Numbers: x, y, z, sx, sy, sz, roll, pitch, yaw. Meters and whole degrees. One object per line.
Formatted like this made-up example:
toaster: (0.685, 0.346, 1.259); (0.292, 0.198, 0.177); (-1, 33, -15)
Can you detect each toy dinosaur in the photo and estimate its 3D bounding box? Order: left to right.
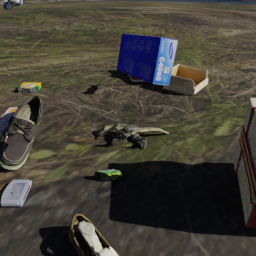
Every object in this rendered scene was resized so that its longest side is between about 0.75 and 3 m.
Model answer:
toy dinosaur: (0.189, 0.197, 9.726); (2.591, 0.615, 1.142); (5, 24, 1)

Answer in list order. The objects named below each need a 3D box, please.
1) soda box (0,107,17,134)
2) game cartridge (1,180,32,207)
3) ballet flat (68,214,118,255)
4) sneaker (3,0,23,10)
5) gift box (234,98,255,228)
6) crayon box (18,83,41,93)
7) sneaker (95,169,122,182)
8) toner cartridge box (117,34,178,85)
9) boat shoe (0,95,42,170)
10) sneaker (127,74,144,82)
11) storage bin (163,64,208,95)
soda box: (-4.289, -0.069, 10.102); (0.645, 0.599, 1.886); (2, 32, 2)
game cartridge: (-3.008, 1.740, 7.501); (0.611, 0.188, 0.918); (3, 31, -1)
ballet flat: (-0.588, 2.493, 5.624); (0.732, 0.781, 2.160); (-22, 37, -27)
sneaker: (-4.354, -4.707, 10.371); (0.777, 0.448, 0.314); (-11, 70, 20)
gift box: (4.215, 0.873, 6.777); (2.827, 2.608, 2.640); (7, 40, 6)
crayon box: (-4.788, -1.974, 13.631); (0.869, 0.253, 0.750); (1, 31, 2)
sneaker: (-0.569, 1.348, 8.085); (0.793, 0.309, 0.338); (7, 23, -6)
toner cartridge box: (0.311, -1.450, 5.731); (0.378, 0.832, 1.752); (0, 19, -25)
boat shoe: (-3.456, -0.009, 9.042); (1.057, 0.936, 2.887); (21, 42, -23)
sneaker: (0.457, -3.123, 14.788); (0.941, 1.037, 2.443); (-13, 33, -20)
storage bin: (2.851, -2.408, 13.819); (1.723, 0.813, 1.736); (20, 36, 30)
